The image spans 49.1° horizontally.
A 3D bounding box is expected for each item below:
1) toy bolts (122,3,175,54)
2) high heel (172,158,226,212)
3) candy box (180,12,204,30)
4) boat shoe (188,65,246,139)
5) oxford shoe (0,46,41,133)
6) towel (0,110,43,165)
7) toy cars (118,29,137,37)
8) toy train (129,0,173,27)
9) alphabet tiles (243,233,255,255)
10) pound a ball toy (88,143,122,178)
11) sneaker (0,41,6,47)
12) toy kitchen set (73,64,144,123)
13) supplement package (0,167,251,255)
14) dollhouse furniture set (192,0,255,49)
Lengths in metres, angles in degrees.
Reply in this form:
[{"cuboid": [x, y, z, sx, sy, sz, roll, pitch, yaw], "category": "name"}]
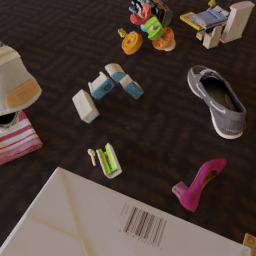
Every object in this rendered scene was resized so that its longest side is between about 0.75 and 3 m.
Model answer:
[{"cuboid": [0.737, -3.293, 10.049, 1.720, 1.249, 1.801, -30, 52, 27], "category": "toy bolts"}, {"cuboid": [1.686, 1.204, 5.956, 1.422, 0.479, 0.684, -34, 44, -9], "category": "high heel"}, {"cuboid": [2.721, -4.342, 11.356, 0.600, 0.155, 1.174, -26, 53, -17], "category": "candy box"}, {"cuboid": [2.487, -1.036, 7.798, 0.990, 0.843, 2.960, -8, 47, -7], "category": "boat shoe"}, {"cuboid": [-1.993, -0.231, 4.007, 0.764, 2.647, 0.995, 50, 52, -15], "category": "oxford shoe"}, {"cuboid": [-3.058, 0.143, 7.157, 1.208, 0.191, 1.677, -25, 52, -23], "category": "towel"}, {"cuboid": [0.040, -3.487, 10.546, 0.920, 0.204, 0.412, 15, 57, 9], "category": "toy cars"}, {"cuboid": [0.888, -4.871, 11.403, 1.293, 0.967, 2.269, -2, 44, -19], "category": "toy train"}, {"cuboid": [2.567, 2.525, 5.025, 1.094, 0.042, 1.315, 23, 51, 20], "category": "alphabet tiles"}, {"cuboid": [-0.535, 0.773, 6.516, 0.558, 0.364, 0.856, -31, 50, 6], "category": "pound a ball toy"}, {"cuboid": [-4.523, -2.822, 9.724, 0.573, 0.499, 1.274, -24, 52, -25], "category": "sneaker"}, {"cuboid": [-0.461, -0.788, 7.840, 1.589, 1.273, 0.936, -41, 49, 13], "category": "toy kitchen set"}, {"cuboid": [-0.210, 2.356, 3.835, 2.973, 1.649, 2.316, 21, 48, 9], "category": "supplement package"}, {"cuboid": [3.183, -4.229, 10.369, 1.871, 1.293, 1.982, -23, 55, -21], "category": "dollhouse furniture set"}]
